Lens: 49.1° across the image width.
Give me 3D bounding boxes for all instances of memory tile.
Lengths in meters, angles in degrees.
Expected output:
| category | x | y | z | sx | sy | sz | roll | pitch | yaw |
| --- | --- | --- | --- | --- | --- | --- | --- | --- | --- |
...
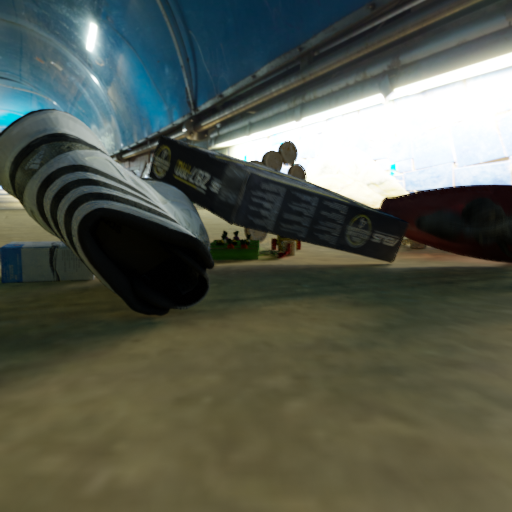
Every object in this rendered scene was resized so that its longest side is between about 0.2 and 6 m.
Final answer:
| category | x | y | z | sx | sy | sz | roll | pitch | yaw |
| --- | --- | --- | --- | --- | --- | --- | --- | --- | --- |
| memory tile | 0.324 | -1.289 | 11.178 | 2.013 | 1.543 | 0.169 | -36 | 20 | -34 |

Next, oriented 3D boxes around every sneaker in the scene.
| category | x | y | z | sx | sy | sz | roll | pitch | yaw |
| --- | --- | --- | --- | --- | --- | --- | --- | --- | --- |
| sneaker | -0.924 | 0.023 | 4.973 | 1.647 | 1.080 | 2.862 | 47 | 4 | 26 |

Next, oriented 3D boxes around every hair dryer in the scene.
| category | x | y | z | sx | sy | sz | roll | pitch | yaw |
| --- | --- | --- | --- | --- | --- | --- | --- | --- | --- |
| hair dryer | 2.645 | -0.523 | 6.584 | 2.855 | 1.018 | 3.748 | 11 | 0 | -16 |

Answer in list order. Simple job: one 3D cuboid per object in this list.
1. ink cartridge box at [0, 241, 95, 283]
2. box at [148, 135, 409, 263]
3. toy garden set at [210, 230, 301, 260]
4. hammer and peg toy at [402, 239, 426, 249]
| category | x | y | z | sx | sy | sz | roll | pitch | yaw |
| --- | --- | --- | --- | --- | --- | --- | --- | --- | --- |
| ink cartridge box | -2.271 | 0.051 | 6.227 | 0.948 | 0.397 | 0.687 | -1 | 6 | -14 |
| box | 0.299 | -0.774 | 7.518 | 2.820 | 0.692 | 2.273 | 11 | 12 | -39 |
| toy garden set | -0.002 | -0.213 | 8.903 | 1.514 | 0.362 | 1.816 | 0 | 6 | 0 |
| hammer and peg toy | 3.466 | -0.472 | 10.156 | 1.742 | 0.614 | 1.281 | -1 | 6 | -11 |
